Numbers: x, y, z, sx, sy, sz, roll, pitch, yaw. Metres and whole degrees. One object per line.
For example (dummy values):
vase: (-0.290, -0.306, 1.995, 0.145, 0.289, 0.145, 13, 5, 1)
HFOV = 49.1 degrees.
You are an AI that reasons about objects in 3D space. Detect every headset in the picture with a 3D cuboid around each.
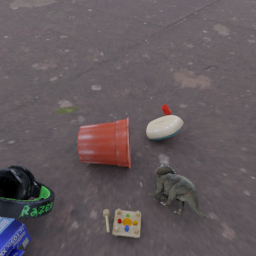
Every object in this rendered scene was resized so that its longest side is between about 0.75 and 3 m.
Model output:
headset: (-2.623, 1.027, 5.631, 2.569, 1.207, 1.587, 12, 0, 26)

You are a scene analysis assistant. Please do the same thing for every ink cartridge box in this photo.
ink cartridge box: (-2.740, 2.209, 5.258, 1.803, 0.688, 1.230, 18, 44, 19)

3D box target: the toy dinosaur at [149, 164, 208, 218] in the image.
toy dinosaur: (1.021, 1.328, 6.072, 1.707, 0.657, 0.873, 21, 71, 50)

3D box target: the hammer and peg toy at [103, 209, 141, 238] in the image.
hammer and peg toy: (-0.137, 1.982, 5.817, 0.802, 0.283, 0.590, 6, 40, 0)

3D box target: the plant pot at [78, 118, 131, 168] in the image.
plant pot: (-0.568, 0.389, 7.003, 1.226, 1.260, 1.260, -2, 40, 2)

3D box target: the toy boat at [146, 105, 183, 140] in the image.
toy boat: (1.106, -0.115, 8.021, 1.078, 0.596, 1.283, -15, 32, 26)
